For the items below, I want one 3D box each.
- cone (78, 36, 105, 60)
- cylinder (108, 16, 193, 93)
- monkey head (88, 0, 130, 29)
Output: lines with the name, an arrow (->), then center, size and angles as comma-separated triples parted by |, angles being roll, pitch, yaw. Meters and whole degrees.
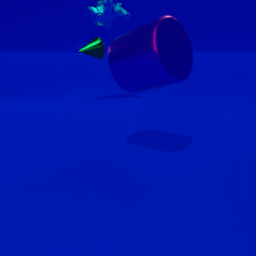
cone -> -1.480, -2.943, 10.525 | 0.886, 0.883, 0.883 | -21, 25, -33
cylinder -> 0.430, -1.342, 5.329 | 1.182, 1.182, 1.182 | -7, 7, 44
monkey head -> -0.687, -4.094, 10.084 | 1.346, 1.127, 1.871 | 42, 10, 10
